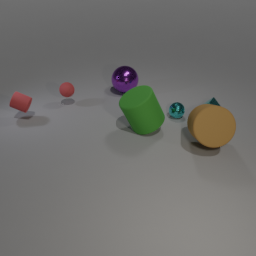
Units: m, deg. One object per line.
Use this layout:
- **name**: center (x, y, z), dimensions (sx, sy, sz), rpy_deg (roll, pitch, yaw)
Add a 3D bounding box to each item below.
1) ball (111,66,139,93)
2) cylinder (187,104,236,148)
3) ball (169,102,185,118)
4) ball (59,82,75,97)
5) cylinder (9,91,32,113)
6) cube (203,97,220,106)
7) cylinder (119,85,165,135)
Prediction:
- **ball**: center (-0.157, -2.496, 14.428), dimensions (1.400, 1.400, 1.400), rpy_deg (0, 30, 0)
- **cylinder**: center (2.881, -0.119, 9.848), dimensions (1.400, 1.400, 1.400), rpy_deg (2, 7, 3)
- **ball**: center (2.123, -0.774, 12.172), dimensions (0.700, 0.700, 0.700), rpy_deg (0, 30, 0)
- **ball**: center (-2.841, -1.777, 13.034), dimensions (0.700, 0.700, 0.700), rpy_deg (0, 30, 0)
- **cylinder**: center (-4.509, -1.087, 11.801), dimensions (0.700, 0.700, 0.700), rpy_deg (23, 28, -11)
- **cube**: center (3.416, -0.728, 11.678), dimensions (0.700, 0.700, 0.700), rpy_deg (52, 42, -2)
- **cylinder**: center (0.555, -0.704, 10.930), dimensions (1.400, 1.400, 1.400), rpy_deg (-20, 36, 15)
